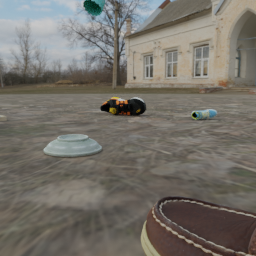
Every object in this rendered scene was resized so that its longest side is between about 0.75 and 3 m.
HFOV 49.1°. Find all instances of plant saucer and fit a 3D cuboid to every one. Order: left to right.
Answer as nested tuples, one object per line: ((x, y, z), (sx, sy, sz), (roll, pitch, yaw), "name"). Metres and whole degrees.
((-1.060, 0.303, 5.404), (1.108, 0.278, 1.108), (0, 9, 0), "plant saucer")

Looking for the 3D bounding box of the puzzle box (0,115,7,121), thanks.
((-5.141, -0.367, 10.252), (1.351, 0.172, 0.899), (7, 11, 43), "puzzle box")

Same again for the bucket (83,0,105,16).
((-1.287, -4.806, 10.839), (0.802, 0.522, 0.802), (18, -23, 8), "bucket")

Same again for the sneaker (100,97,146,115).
((-0.243, -0.822, 11.949), (2.195, 0.767, 0.987), (10, 31, 43), "sneaker")

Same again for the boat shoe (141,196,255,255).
((1.067, 0.608, 1.281), (0.873, 0.871, 2.421), (-8, 11, -41), "boat shoe")

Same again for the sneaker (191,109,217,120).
((2.793, -0.478, 10.356), (0.966, 0.384, 0.631), (-7, 3, 21), "sneaker")
